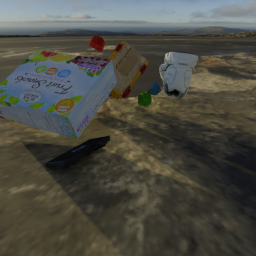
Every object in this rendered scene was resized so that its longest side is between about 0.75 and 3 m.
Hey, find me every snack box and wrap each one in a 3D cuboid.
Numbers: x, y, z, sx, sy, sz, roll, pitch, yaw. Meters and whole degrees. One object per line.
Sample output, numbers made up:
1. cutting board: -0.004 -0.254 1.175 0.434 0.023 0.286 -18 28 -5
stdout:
1. snack box: -1.850 -0.963 7.081 2.487 0.842 2.097 13 53 25

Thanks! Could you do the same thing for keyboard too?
1. keyboard: -0.859 0.456 5.495 0.825 0.176 1.374 -11 12 35

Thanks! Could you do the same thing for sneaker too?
1. sneaker: 1.408 -1.415 8.422 1.041 1.123 2.770 7 0 7

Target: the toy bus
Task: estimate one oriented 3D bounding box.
1. toy bus: -0.404 -1.557 8.838 2.409 2.273 1.245 -3 -20 -31
